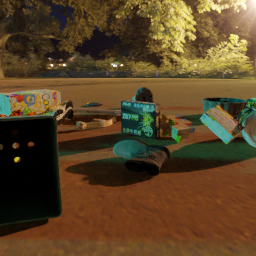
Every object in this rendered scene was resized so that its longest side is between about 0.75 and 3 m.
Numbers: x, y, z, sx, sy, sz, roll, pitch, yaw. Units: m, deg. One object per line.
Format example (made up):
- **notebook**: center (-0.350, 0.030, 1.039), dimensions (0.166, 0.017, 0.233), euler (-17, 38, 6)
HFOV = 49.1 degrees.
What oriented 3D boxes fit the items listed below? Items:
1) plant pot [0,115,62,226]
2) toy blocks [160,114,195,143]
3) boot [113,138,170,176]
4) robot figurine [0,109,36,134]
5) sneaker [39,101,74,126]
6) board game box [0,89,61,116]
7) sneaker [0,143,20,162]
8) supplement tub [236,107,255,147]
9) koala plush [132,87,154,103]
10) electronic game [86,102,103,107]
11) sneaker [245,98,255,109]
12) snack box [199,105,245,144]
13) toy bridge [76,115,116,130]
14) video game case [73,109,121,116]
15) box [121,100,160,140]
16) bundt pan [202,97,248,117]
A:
- **plant pot**: center (-2.306, 0.545, 5.493), dimensions (1.719, 1.720, 2.433), euler (-4, 9, -17)
- **toy blocks**: center (1.802, -0.055, 10.027), dimensions (1.039, 0.760, 1.520), euler (-6, 28, -29)
- **boot**: center (0.162, 0.725, 7.150), dimensions (1.671, 0.583, 1.100), euler (2, 18, 28)
- **robot figurine**: center (-4.785, -0.040, 9.685), dimensions (2.151, 0.864, 2.967), euler (8, 15, 39)
- **sneaker**: center (-3.202, -0.719, 12.605), dimensions (1.049, 0.908, 2.324), euler (1, 13, 14)
- **board game box**: center (-4.508, -1.029, 12.970), dimensions (1.280, 1.303, 2.485), euler (13, 19, 41)
- **sneaker**: center (-3.984, 0.485, 7.304), dimensions (2.244, 0.908, 0.829), euler (-1, 13, -5)
- **supplement tub**: center (4.264, -0.084, 9.299), dimensions (1.136, 1.136, 1.855), euler (2, 12, 11)
- **koala plush**: center (0.870, -1.704, 16.488), dimensions (1.254, 1.300, 1.414), euler (0, 1, -4)
- **electronic game**: center (-2.089, -1.505, 17.478), dimensions (1.053, 0.219, 1.053), euler (0, 13, 0)
- **sneaker**: center (6.959, -1.192, 15.161), dimensions (0.951, 0.837, 2.248), euler (-9, 5, -10)
- **snack box**: center (2.776, -0.124, 8.254), dimensions (0.897, 0.360, 1.063), euler (-23, 61, -44)
- **toy bridge**: center (-1.177, -0.214, 11.710), dimensions (0.727, 0.294, 2.163), euler (9, 15, 35)
- **video game case**: center (-1.011, -0.775, 13.657), dimensions (2.705, 0.236, 1.934), euler (4, 5, 16)
- **box**: center (0.432, -0.324, 10.085), dimensions (1.550, 1.250, 0.381), euler (12, 17, 38)
- **bundt pan**: center (4.797, -1.027, 14.089), dimensions (2.183, 0.819, 2.183), euler (0, 14, 0)
